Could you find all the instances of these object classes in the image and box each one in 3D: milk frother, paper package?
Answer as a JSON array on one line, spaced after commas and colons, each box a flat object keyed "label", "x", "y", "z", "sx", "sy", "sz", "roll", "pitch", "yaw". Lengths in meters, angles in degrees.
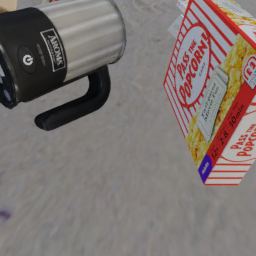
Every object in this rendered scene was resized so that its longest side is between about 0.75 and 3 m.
[{"label": "milk frother", "x": -1.676, "y": -1.364, "z": 5.351, "sx": 2.435, "sy": 2.198, "sz": 2.290, "roll": 31, "pitch": 47, "yaw": 33}, {"label": "paper package", "x": -3.906, "y": -3.748, "z": 7.235, "sx": 1.889, "sy": 1.025, "sz": 1.981, "roll": 13, "pitch": 61, "yaw": -38}]

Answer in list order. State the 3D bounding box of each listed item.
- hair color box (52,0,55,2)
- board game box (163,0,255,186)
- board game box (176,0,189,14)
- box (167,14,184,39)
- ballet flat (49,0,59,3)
[{"label": "hair color box", "x": -2.186, "y": -2.975, "z": 7.495, "sx": 0.286, "sy": 0.474, "sz": 0.933, "roll": 39, "pitch": 55, "yaw": -11}, {"label": "board game box", "x": 1.468, "y": -0.814, "z": 4.751, "sx": 0.657, "sy": 2.150, "sz": 2.838, "roll": 2, "pitch": 41, "yaw": -12}, {"label": "board game box", "x": 2.339, "y": -4.055, "z": 9.672, "sx": 0.859, "sy": 0.235, "sz": 1.361, "roll": -6, "pitch": 48, "yaw": -17}, {"label": "box", "x": 1.477, "y": -2.492, "z": 7.275, "sx": 0.767, "sy": 0.504, "sz": 0.771, "roll": 42, "pitch": 24, "yaw": -7}, {"label": "ballet flat", "x": -1.518, "y": -3.181, "z": 7.853, "sx": 1.596, "sy": 0.538, "sz": 0.370, "roll": 25, "pitch": 85, "yaw": -3}]
